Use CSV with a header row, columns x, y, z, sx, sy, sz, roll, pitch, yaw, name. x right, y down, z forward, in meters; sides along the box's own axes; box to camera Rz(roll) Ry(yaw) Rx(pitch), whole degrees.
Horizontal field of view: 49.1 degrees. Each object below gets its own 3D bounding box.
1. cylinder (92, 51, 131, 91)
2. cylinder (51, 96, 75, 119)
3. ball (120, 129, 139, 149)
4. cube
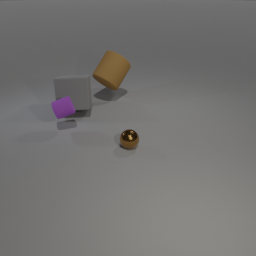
x,y,z,sx,sy,sz,roll,pitch,yaw,name
-0.788,-2.759,13.535,1.400,1.400,1.400,30,-6,3,cylinder
-2.484,-0.784,10.781,0.700,0.700,0.700,-21,31,-3,cylinder
0.052,0.393,9.970,0.700,0.700,0.700,0,28,0,ball
-2.379,-1.570,12.345,1.400,1.400,1.400,-3,14,-3,cube
